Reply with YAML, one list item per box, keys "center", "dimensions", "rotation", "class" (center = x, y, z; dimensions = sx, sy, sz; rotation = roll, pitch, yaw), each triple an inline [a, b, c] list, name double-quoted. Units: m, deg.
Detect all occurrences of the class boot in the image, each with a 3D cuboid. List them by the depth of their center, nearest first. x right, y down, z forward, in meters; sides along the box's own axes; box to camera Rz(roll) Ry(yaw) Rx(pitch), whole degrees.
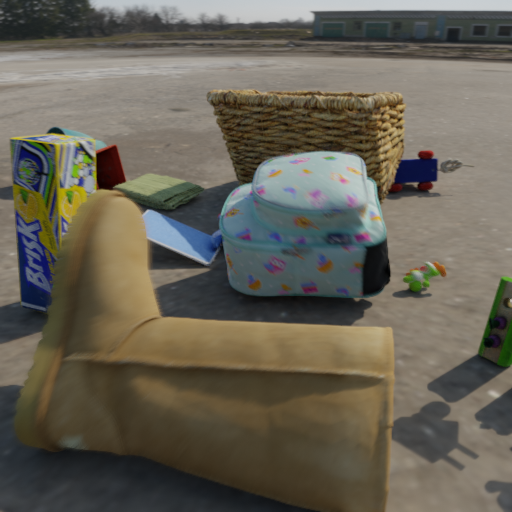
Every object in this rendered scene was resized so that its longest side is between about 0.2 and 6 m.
- center: [-0.390, 0.851, 6.198]
  dimensions: [3.735, 1.235, 3.271]
  rotation: [3, 69, 12]
  class: "boot"

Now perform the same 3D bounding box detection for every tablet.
- center: [-1.504, -0.354, 10.683]
  dimensions: [1.650, 0.113, 1.074]
  rotation: [23, 28, 1]
  class: "tablet"

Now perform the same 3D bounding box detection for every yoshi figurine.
- center: [2.811, 0.383, 9.396]
  dimensions: [0.696, 0.391, 0.390]
  rotation: [-19, 63, -7]
  class: "yoshi figurine"

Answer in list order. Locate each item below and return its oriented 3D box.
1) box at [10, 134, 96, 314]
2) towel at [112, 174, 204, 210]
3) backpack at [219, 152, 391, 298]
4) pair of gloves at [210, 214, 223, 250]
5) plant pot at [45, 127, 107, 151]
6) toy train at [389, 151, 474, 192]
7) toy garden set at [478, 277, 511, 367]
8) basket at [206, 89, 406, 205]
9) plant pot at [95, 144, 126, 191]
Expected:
- center: [-3.018, -0.467, 8.490]
  dimensions: [0.842, 2.619, 0.918]
  rotation: [10, 19, 19]
  class: "box"
- center: [-2.404, -1.569, 13.692]
  dimensions: [1.948, 0.355, 1.445]
  rotation: [17, 30, 30]
  class: "towel"
- center: [0.714, -0.485, 9.268]
  dimensions: [2.705, 2.074, 2.378]
  rotation: [-8, 35, 11]
  class: "backpack"
- center: [0.122, -0.464, 11.058]
  dimensions: [2.169, 0.247, 1.744]
  rotation: [-5, 36, -14]
  class: "pair of gloves"
- center: [-4.728, -2.612, 14.880]
  dimensions: [1.457, 1.457, 1.369]
  rotation: [21, 16, 38]
  class: "plant pot"
- center: [4.255, -2.254, 14.621]
  dimensions: [2.337, 0.989, 1.352]
  rotation: [-3, 11, -6]
  class: "toy train"
- center: [3.884, 0.766, 6.423]
  dimensions: [0.507, 2.120, 2.543]
  rotation: [-3, 21, -38]
  class: "toy garden set"
- center: [1.375, -3.245, 13.102]
  dimensions: [3.960, 2.950, 2.826]
  rotation: [10, 52, 27]
  class: "basket"
- center: [-4.032, -1.990, 13.775]
  dimensions: [1.042, 1.182, 1.181]
  rotation: [-2, 23, 22]
  class: "plant pot"
